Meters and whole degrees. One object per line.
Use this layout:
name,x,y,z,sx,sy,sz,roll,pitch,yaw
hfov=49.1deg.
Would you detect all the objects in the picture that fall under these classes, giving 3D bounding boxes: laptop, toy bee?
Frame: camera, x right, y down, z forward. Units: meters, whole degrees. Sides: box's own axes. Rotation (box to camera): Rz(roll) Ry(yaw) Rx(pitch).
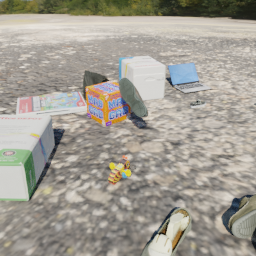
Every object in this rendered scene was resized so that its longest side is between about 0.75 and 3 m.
laptop,3.334,-2.727,15.109,1.747,1.081,1.866,-11,29,-21
toy bee,-0.193,1.096,7.951,0.706,0.587,1.079,6,28,13

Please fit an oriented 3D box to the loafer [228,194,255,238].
loafer,2.753,1.941,6.350,1.631,0.613,0.568,-13,18,-36

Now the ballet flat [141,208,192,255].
ballet flat,0.761,2.239,5.639,0.611,0.578,1.814,16,31,30

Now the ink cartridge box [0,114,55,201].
ink cartridge box,-3.476,0.692,8.006,2.078,1.251,2.859,0,28,-1

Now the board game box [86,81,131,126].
board game box,-0.791,-1.030,11.412,1.305,1.304,1.304,-21,34,-36

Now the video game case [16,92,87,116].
video game case,-3.470,-1.078,12.703,2.937,0.256,2.100,-8,27,-16

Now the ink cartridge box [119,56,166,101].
ink cartridge box,0.653,-2.528,14.029,1.668,1.660,2.273,-8,27,-16

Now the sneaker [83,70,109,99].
sneaker,-1.622,-2.273,14.263,1.349,1.129,2.973,3,28,-7

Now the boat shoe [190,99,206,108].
boat shoe,3.210,-1.154,12.795,0.895,0.306,0.330,-11,28,-21

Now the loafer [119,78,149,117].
loafer,0.196,-1.014,9.646,1.591,0.572,0.500,61,19,19
